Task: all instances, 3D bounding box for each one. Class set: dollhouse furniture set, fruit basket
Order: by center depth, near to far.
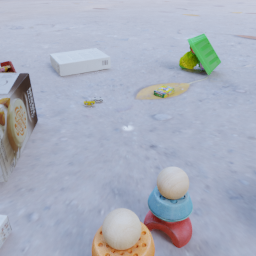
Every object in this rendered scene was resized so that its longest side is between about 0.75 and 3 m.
[{"bbox_3d":[-5.585,-1.868,11.051,2.487,1.011,1.338,1,26,38],"label":"dollhouse furniture set"},{"bbox_3d":[3.074,-3.182,12.692,1.831,1.831,1.321,3,30,4],"label":"fruit basket"}]

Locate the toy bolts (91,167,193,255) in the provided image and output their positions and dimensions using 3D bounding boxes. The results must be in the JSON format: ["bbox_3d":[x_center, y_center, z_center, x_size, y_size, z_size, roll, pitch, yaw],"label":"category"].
[{"bbox_3d":[0.659,1.640,4.383,1.996,1.449,2.089,14,33,22],"label":"toy bolts"}]

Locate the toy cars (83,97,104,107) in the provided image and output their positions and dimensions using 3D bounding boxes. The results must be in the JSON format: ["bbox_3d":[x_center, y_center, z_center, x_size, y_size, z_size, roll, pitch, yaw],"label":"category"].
[{"bbox_3d":[-1.223,-0.918,9.966,0.372,0.184,0.830,26,36,31],"label":"toy cars"}]

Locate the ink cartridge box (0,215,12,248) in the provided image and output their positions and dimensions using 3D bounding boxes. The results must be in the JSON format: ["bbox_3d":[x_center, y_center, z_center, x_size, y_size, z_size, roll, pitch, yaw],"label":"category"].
[{"bbox_3d":[-2.701,1.970,4.836,0.885,0.423,1.008,6,31,9],"label":"ink cartridge box"}]

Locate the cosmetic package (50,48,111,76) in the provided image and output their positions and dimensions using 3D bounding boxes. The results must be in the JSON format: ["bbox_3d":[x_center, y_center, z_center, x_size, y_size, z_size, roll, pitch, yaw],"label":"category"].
[{"bbox_3d":[-2.291,-3.187,13.332,2.428,0.627,1.830,-14,35,-22],"label":"cosmetic package"}]

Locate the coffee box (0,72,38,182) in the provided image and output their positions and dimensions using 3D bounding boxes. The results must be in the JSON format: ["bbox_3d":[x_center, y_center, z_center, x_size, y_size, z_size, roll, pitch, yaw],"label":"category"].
[{"bbox_3d":[-3.374,-0.184,7.238,1.171,1.680,2.939,-1,31,-2],"label":"coffee box"}]

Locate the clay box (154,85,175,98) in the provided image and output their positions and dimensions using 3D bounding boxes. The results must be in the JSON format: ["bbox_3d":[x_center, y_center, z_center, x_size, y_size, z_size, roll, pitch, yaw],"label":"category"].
[{"bbox_3d":[1.417,-1.428,10.785,0.486,0.201,0.846,22,38,31],"label":"clay box"}]
